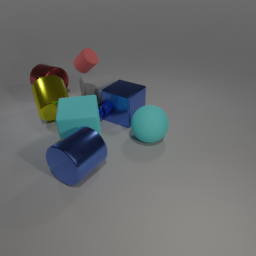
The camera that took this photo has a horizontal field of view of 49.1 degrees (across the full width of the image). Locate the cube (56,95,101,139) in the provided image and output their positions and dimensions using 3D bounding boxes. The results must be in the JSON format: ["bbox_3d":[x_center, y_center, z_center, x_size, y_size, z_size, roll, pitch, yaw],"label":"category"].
[{"bbox_3d":[-1.779,-0.228,10.362,1.400,1.400,1.400,-6,39,-3],"label":"cube"}]

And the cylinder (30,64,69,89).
[{"bbox_3d":[-3.918,-2.407,13.950,1.400,1.400,1.400,20,37,38],"label":"cylinder"}]

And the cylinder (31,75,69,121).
[{"bbox_3d":[-3.196,-1.235,11.777,1.400,1.400,1.400,-14,64,-21],"label":"cylinder"}]

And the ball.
[{"bbox_3d":[0.813,-0.154,10.468,1.400,1.400,1.400,0,32,0],"label":"ball"}]

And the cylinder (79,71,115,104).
[{"bbox_3d":[-1.405,-1.841,13.066,1.400,1.400,1.400,-15,35,-18],"label":"cylinder"}]

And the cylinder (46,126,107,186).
[{"bbox_3d":[-1.605,0.856,8.869,1.400,1.400,1.400,19,37,28],"label":"cylinder"}]

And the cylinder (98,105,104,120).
[{"bbox_3d":[-1.494,-0.544,11.766,0.700,0.700,0.700,19,38,28],"label":"cylinder"}]

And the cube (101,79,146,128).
[{"bbox_3d":[-0.177,-1.076,11.965,1.400,1.400,1.400,19,37,27],"label":"cube"}]

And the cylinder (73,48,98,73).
[{"bbox_3d":[-1.596,-2.543,10.607,0.700,0.700,0.700,-31,10,40],"label":"cylinder"}]
